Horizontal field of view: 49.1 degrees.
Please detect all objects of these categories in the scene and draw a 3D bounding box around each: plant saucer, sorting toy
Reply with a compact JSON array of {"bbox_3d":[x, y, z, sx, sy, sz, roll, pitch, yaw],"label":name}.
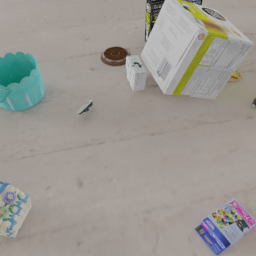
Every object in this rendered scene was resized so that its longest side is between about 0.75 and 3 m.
[{"bbox_3d":[-0.613,-3.677,14.132,1.565,0.251,1.565,-1,49,1],"label":"plant saucer"},{"bbox_3d":[4.682,-2.769,13.345,1.120,0.223,1.515,-5,50,-4],"label":"sorting toy"}]

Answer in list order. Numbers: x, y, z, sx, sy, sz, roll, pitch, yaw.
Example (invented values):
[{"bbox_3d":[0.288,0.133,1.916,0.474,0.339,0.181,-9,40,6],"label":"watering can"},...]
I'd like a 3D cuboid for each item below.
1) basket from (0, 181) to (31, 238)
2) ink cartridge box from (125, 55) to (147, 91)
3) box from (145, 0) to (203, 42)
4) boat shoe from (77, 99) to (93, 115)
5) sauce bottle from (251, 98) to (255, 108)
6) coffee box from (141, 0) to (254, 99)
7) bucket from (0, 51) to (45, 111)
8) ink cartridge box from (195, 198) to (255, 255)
[{"bbox_3d":[-3.894,2.301,8.245,1.804,1.255,1.591,16,51,1],"label":"basket"},{"bbox_3d":[0.341,-2.460,12.558,0.565,0.997,1.360,-9,50,-14],"label":"ink cartridge box"},{"bbox_3d":[2.324,-5.685,14.498,2.894,2.318,0.641,-17,51,-13],"label":"box"},{"bbox_3d":[-1.691,-0.790,11.233,0.374,0.309,0.999,-11,29,25],"label":"boat shoe"},{"bbox_3d":[5.526,-1.187,11.922,0.301,0.301,0.913,34,56,26],"label":"sauce bottle"},{"bbox_3d":[2.660,-3.198,11.507,2.780,2.811,2.807,1,45,-27],"label":"coffee box"},{"bbox_3d":[-4.689,-1.933,11.704,2.331,1.516,2.331,-2,47,3],"label":"bucket"},{"bbox_3d":[2.925,2.910,8.351,1.647,0.346,0.983,-27,54,-19],"label":"ink cartridge box"}]
